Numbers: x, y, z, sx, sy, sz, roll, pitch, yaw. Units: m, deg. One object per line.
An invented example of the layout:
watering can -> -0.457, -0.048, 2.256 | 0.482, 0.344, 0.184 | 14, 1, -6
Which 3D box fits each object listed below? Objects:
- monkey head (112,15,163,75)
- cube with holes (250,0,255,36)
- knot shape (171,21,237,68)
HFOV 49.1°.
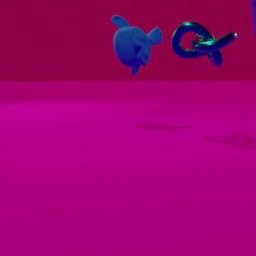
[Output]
monkey head -> 0.260, -2.416, 8.028 | 1.310, 1.821, 1.098 | -38, 33, -25
cube with holes -> 4.556, -3.392, 8.411 | 1.127, 1.127, 1.127 | 2, -10, -39
knot shape -> 1.783, -1.843, 6.380 | 1.403, 0.648, 1.313 | 16, -1, 34
